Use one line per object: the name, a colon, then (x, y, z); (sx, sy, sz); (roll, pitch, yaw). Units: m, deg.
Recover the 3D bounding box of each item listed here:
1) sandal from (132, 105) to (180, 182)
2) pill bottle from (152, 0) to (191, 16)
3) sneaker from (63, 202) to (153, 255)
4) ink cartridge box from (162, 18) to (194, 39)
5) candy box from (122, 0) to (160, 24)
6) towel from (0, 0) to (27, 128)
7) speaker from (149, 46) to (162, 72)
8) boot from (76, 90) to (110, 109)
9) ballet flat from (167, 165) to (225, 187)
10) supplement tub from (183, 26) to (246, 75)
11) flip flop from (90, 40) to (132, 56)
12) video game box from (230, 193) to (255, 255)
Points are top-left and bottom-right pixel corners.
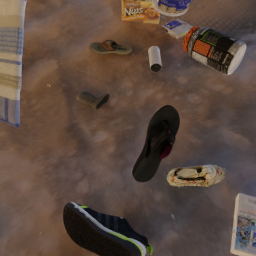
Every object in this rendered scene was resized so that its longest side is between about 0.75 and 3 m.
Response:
sandal: (0.465, 0.298, 4.113); (0.493, 1.310, 0.314); (6, 26, -28)
pill bottle: (1.586, -4.895, 8.931); (1.334, 2.228, 1.334); (3, 60, -5)
sneaker: (-0.550, 2.623, 7.087); (2.483, 0.890, 1.028); (26, 21, 25)
ink cartridge box: (2.316, -4.643, 13.019); (1.040, 0.244, 1.028); (-31, 56, -24)
candy box: (0.623, -5.596, 13.232); (1.821, 1.051, 0.503); (8, 52, 7)
towel: (-3.021, -1.659, 6.522); (2.172, 2.957, 0.352); (15, 14, 38)
speaker: (1.100, -2.813, 11.411); (0.473, 0.473, 1.164); (-1, 52, -1)
boot: (-1.268, -1.139, 10.227); (0.951, 0.345, 0.865); (29, 55, 29)
ballet flat: (2.008, 1.355, 8.066); (1.772, 0.566, 0.670); (-8, 58, -6)
supplement tub: (3.372, -3.134, 11.116); (2.185, 1.339, 1.339); (36, 60, 25)
flip flop: (-0.730, -3.464, 11.893); (1.804, 0.519, 0.732); (8, 52, 7)
video game box: (3.597, 2.654, 7.148); (1.724, 0.403, 1.570); (15, 51, 12)
